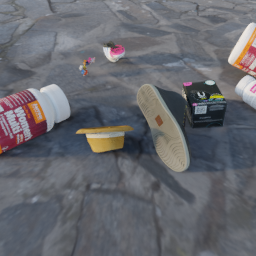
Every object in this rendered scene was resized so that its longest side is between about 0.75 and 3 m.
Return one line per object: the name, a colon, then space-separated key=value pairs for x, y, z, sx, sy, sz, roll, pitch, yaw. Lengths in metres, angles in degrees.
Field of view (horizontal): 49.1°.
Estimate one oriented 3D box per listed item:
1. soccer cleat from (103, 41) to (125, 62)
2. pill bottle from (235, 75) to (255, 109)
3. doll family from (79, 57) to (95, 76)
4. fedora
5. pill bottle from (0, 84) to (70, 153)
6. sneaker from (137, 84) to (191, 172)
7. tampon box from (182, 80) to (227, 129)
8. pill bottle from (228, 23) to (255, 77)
soccer cleat: x=-0.514 y=-3.057 z=11.602 sx=0.639 sy=0.790 sz=1.829 roll=-23 pitch=33 yaw=-9
pill bottle: x=4.161 y=-0.991 z=8.774 sx=0.821 sy=0.821 sz=1.449 roll=-25 pitch=52 yaw=-29
doll family: x=-1.619 y=-2.447 z=10.879 sx=0.380 sy=0.843 sz=0.523 roll=35 pitch=12 yaw=10
fedora: x=-0.591 y=0.286 z=7.349 sx=1.569 sy=0.640 sz=1.569 roll=-4 pitch=2 yaw=0
pill bottle: x=-2.928 y=-0.306 z=7.780 sx=2.423 sy=1.327 sz=1.327 roll=-29 pitch=46 yaw=-31
sneaker: x=1.306 y=-0.099 z=7.528 sx=1.335 sy=0.940 sz=2.514 roll=-2 pitch=63 yaw=-41
tampon box: x=2.324 y=-0.763 z=8.701 sx=1.022 sy=0.861 sz=1.364 roll=-5 pitch=39 yaw=0
pill bottle: x=5.200 y=-2.380 z=9.849 sx=2.864 sy=1.569 sz=1.569 roll=30 pitch=44 yaw=8
